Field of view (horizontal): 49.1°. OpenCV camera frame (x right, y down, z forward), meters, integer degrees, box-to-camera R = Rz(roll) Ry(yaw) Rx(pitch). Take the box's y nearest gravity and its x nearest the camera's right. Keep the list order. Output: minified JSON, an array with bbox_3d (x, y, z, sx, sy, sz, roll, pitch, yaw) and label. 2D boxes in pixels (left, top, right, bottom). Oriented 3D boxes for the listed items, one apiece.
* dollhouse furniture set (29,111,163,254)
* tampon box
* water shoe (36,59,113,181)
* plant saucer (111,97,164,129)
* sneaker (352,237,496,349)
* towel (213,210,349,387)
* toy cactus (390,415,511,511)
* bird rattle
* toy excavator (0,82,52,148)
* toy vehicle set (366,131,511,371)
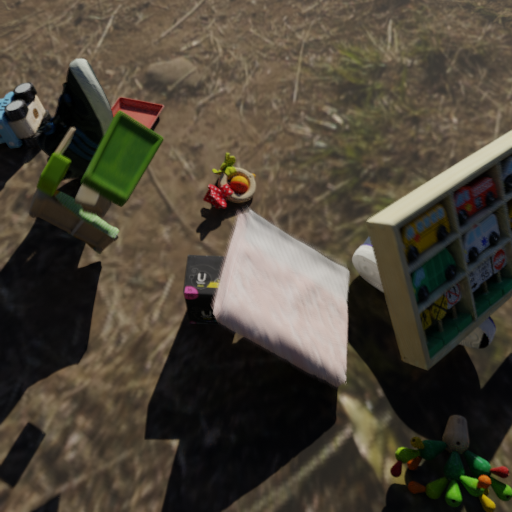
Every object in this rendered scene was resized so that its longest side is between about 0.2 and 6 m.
[{"bbox_3d":[-2.787,-1.233,9.684,1.630,3.261,1.259,30,66,-19],"label":"dollhouse furniture set"},{"bbox_3d":[-0.738,0.620,9.810,0.914,1.220,0.770,2,60,1],"label":"tampon box"},{"bbox_3d":[-3.539,-2.353,10.848,1.320,3.346,1.196,-23,74,-21],"label":"water shoe"},{"bbox_3d":[-2.982,-3.292,13.496,1.207,0.222,1.209,13,53,10],"label":"plant saucer"},{"bbox_3d":[3.468,0.103,10.266,2.144,1.179,2.928,-41,57,-21],"label":"sneaker"},{"bbox_3d":[0.577,0.651,9.477,2.535,0.409,2.422,31,45,-20],"label":"towel"},{"bbox_3d":[2.957,3.010,8.401,1.727,0.883,1.425,9,43,17],"label":"toy cactus"},{"bbox_3d":[-0.511,-1.523,11.915,1.034,0.714,1.268,14,55,-10],"label":"bird rattle"},{"bbox_3d":[-5.998,-2.901,12.852,2.041,1.020,1.985,-6,50,11],"label":"toy excavator"},{"bbox_3d":[3.330,-0.232,8.578,3.697,2.297,0.490,-31,23,-28],"label":"toy vehicle set"}]
